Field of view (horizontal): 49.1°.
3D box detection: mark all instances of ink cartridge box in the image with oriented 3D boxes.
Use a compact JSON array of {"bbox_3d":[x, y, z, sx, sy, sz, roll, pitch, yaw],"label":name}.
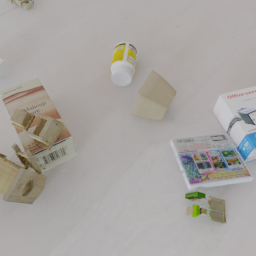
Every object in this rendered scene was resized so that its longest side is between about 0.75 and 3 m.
[{"bbox_3d":[3.877,-0.185,8.691,1.537,0.901,2.099,-14,58,-10],"label":"ink cartridge box"}]

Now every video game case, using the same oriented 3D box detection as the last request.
[{"bbox_3d":[2.360,0.899,8.102,1.887,0.223,1.717,-5,47,-11],"label":"video game case"}]

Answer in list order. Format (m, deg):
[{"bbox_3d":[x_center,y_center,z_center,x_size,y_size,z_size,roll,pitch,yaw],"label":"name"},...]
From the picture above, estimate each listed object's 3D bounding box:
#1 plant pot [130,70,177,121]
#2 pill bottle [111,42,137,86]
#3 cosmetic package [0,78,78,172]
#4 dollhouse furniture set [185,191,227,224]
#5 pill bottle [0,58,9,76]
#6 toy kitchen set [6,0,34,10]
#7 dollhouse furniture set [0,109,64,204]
[{"bbox_3d":[0.880,-0.934,9.115,1.052,1.189,1.187,28,59,7],"label":"plant pot"},{"bbox_3d":[-0.159,-2.332,10.202,0.872,0.872,1.525,5,55,3],"label":"pill bottle"},{"bbox_3d":[-2.724,-0.131,8.495,1.353,1.142,2.618,-27,59,-18],"label":"cosmetic package"},{"bbox_3d":[2.068,2.147,7.473,1.003,0.504,0.657,19,63,-19],"label":"dollhouse furniture set"},{"bbox_3d":[-5.134,-2.336,10.250,1.394,0.787,0.787,14,56,10],"label":"pill bottle"},{"bbox_3d":[-4.935,-6.286,12.770,1.467,1.175,0.864,29,61,18],"label":"toy kitchen set"},{"bbox_3d":[-3.319,0.422,7.648,2.602,1.447,2.301,24,77,15],"label":"dollhouse furniture set"}]
